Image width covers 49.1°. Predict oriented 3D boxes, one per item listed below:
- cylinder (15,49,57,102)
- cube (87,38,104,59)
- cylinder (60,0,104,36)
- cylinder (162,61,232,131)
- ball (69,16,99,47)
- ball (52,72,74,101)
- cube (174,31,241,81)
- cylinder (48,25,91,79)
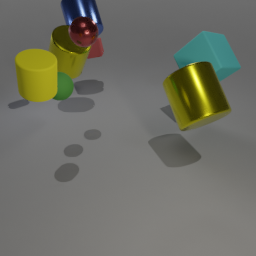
[{"bbox_3d":[-1.641,-0.949,5.064,0.700,0.700,0.700,7,44,-7],"label":"cylinder"},{"bbox_3d":[-1.554,-3.656,12.827,0.700,0.700,0.700,-7,30,9],"label":"cube"},{"bbox_3d":[-1.823,-4.413,11.142,1.400,1.400,1.400,-17,-6,-2],"label":"cylinder"},{"bbox_3d":[1.796,-0.804,7.406,1.400,1.400,1.400,-14,78,-22],"label":"cylinder"},{"bbox_3d":[-1.051,-2.284,6.658,0.700,0.700,0.700,0,31,0],"label":"ball"},{"bbox_3d":[-1.693,-1.029,6.904,0.700,0.700,0.700,0,31,0],"label":"ball"},{"bbox_3d":[2.735,-2.306,9.730,1.400,1.400,1.400,-11,74,-43],"label":"cube"},{"bbox_3d":[-2.184,-2.751,10.253,1.400,1.400,1.400,12,56,-18],"label":"cylinder"}]
